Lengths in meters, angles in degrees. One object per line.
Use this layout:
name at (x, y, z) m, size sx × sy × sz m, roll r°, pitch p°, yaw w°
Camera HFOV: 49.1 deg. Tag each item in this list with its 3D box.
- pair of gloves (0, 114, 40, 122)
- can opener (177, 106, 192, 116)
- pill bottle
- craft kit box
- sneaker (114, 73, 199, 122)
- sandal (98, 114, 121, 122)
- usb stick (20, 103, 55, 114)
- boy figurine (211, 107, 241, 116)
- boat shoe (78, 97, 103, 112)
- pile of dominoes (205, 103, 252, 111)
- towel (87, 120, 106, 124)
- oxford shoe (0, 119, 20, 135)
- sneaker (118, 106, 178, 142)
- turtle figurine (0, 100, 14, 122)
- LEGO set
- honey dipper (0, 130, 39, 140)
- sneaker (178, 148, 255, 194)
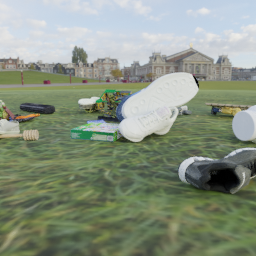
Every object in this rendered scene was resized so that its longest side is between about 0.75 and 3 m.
pair of gloves at (-5.057, -0.431, 12.670) m, size 1.745 × 0.216 × 1.555 m, roll 0°, pitch 11°, yaw 18°
can opener at (2.695, -0.860, 14.422) m, size 1.647 × 0.434 × 0.547 m, roll -10°, pitch 15°, yaw -44°
pill bottle at (4.189, -0.135, 8.301) m, size 2.015 × 1.138 × 1.138 m, roll -5°, pitch 11°, yaw -22°
craft kit box at (-0.874, 0.110, 9.271) m, size 1.504 × 0.365 × 1.485 m, roll 4°, pitch 8°, yaw 18°
sneaker at (0.907, -1.052, 10.299) m, size 2.939 × 1.184 × 2.152 m, roll -26°, pitch 5°, yaw -8°
sandal at (-0.745, -0.478, 12.629) m, size 1.406 × 0.301 × 0.535 m, roll 6°, pitch 12°, yaw 31°
usb stick at (-5.170, -1.123, 15.849) m, size 2.906 × 0.474 × 0.806 m, roll 10°, pitch 20°, yaw 42°
boy figurine at (4.967, -0.808, 14.024) m, size 1.467 × 0.472 × 0.912 m, roll 12°, pitch 3°, yaw 43°
boat shoe at (-2.085, -1.280, 15.969) m, size 0.888 × 0.743 × 2.485 m, roll 16°, pitch 15°, yaw 15°
pile of dominoes at (5.411, -0.842, 13.915) m, size 2.307 × 0.471 × 2.960 m, roll 4°, pitch 4°, yaw -39°
towel at (-1.278, -0.207, 11.637) m, size 0.730 × 0.120 × 1.008 m, roll -4°, pitch 11°, yaw -17°
oxford shoe at (-4.056, -0.030, 8.883) m, size 0.651 × 0.500 × 1.731 m, roll 5°, pitch 2°, yaw 12°
sneaker at (0.657, -0.262, 8.669) m, size 2.264 × 1.128 × 0.848 m, roll -14°, pitch 60°, yaw -42°
turtle figurine at (-5.528, -0.694, 11.697) m, size 0.947 × 1.316 × 1.276 m, roll -43°, pitch -2°, yaw -12°
LEGO set at (-0.606, -1.220, 15.453) m, size 2.217 × 1.285 × 1.705 m, roll -1°, pitch 39°, yaw 14°
honey dipper at (-3.623, 0.261, 8.616) m, size 1.681 × 0.319 × 0.319 m, roll -4°, pitch 10°, yaw 1°
sneaker at (1.847, 0.775, 4.824) m, size 1.822 × 0.605 × 0.824 m, roll -6°, pitch 14°, yaw -13°
